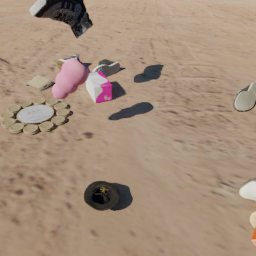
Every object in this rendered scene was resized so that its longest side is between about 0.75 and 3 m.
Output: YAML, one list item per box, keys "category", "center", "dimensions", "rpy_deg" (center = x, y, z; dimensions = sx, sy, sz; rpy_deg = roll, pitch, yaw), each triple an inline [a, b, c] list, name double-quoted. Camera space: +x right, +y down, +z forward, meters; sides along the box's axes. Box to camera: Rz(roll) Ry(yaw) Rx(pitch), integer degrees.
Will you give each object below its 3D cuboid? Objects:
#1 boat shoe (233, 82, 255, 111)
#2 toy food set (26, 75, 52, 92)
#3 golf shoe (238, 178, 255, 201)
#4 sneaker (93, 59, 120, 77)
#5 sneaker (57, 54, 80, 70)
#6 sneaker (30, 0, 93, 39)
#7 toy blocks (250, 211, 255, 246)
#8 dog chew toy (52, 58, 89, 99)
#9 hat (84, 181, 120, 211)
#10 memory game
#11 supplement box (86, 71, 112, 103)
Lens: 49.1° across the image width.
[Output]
- category: "boat shoe"
  center: [5.176, -1.309, 12.505]
  dimensions: [2.244, 0.815, 0.704]
  rpy_deg: [-38, 6, -36]
- category: "toy food set"
  center: [-4.453, -2.197, 13.985]
  dimensions: [1.118, 0.338, 0.802]
  rpy_deg: [21, 51, 30]
- category: "golf shoe"
  center: [3.982, 1.814, 7.565]
  dimensions: [1.849, 0.671, 0.852]
  rpy_deg: [2, 30, 4]
- category: "sneaker"
  center: [-1.401, -3.251, 15.234]
  dimensions: [0.970, 0.691, 1.956]
  rpy_deg: [21, 34, 32]
- category: "sneaker"
  center: [-2.876, -3.451, 15.387]
  dimensions: [1.214, 0.784, 2.238]
  rpy_deg: [-27, 39, -31]
- category: "sneaker"
  center: [-2.271, -4.159, 10.462]
  dimensions: [1.044, 1.574, 2.766]
  rpy_deg: [-25, 13, 37]
- category: "toy blocks"
  center: [3.662, 2.580, 6.343]
  dimensions: [1.807, 0.787, 2.168]
  rpy_deg: [18, 38, 24]
- category: "dog chew toy"
  center: [-1.937, -1.548, 9.167]
  dimensions: [0.902, 1.448, 0.902]
  rpy_deg: [38, 11, -9]
- category: "hat"
  center: [-0.712, 1.941, 7.627]
  dimensions: [1.081, 0.436, 1.081]
  rpy_deg: [3, 31, -2]
- category: "memory game"
  center: [-3.796, -0.546, 11.577]
  dimensions: [2.800, 0.178, 2.800]
  rpy_deg: [1, 33, 0]
- category: "supplement box"
  center: [-1.389, -1.934, 13.052]
  dimensions: [0.832, 0.850, 1.645]
  rpy_deg: [-11, 34, -18]
